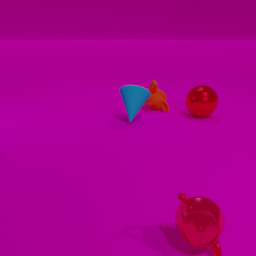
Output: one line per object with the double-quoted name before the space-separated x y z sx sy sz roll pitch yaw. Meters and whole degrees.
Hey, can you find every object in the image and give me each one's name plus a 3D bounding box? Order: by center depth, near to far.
"teapot" 0.987 1.323 3.778 0.677 1.088 0.533 -34 -2 13
"cone" 0.153 -0.693 9.136 1.048 1.052 1.048 8 -17 3
"ball" 2.567 -0.934 9.751 1.112 1.112 1.112 0 19 0
"monkey head" 1.096 -1.257 10.618 0.900 1.075 1.494 7 38 -22
